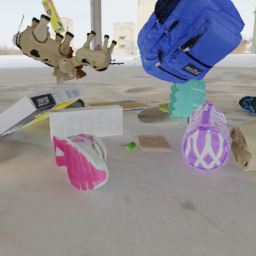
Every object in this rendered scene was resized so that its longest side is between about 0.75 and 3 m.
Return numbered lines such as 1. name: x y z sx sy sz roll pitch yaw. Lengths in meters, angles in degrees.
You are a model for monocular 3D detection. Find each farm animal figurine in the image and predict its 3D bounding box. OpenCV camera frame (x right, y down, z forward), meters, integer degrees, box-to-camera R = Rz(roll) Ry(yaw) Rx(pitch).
1. farm animal figurine: -1.962 -2.131 8.365 2.864 1.510 2.896 23 -8 -27

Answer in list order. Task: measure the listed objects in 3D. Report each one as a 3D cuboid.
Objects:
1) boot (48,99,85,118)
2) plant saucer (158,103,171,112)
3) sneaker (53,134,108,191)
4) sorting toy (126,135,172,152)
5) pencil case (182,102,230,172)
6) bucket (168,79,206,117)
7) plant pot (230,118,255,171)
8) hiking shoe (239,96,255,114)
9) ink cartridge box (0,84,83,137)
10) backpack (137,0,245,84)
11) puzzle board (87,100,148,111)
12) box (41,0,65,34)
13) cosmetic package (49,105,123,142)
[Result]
1. boot: -3.175 -0.892 12.137 2.344 0.794 1.531 5 22 24
2. plant saucer: 2.110 -0.937 13.181 1.428 0.222 1.428 1 15 0
3. sneaker: -0.925 0.599 6.334 1.056 0.973 2.393 -11 19 -26
4. sorting toy: 0.554 0.467 8.236 1.302 0.192 0.963 2 20 -5
5. pencil case: 2.140 0.128 7.574 1.197 1.219 2.852 8 18 13
6. bucket: 2.424 -1.289 11.665 1.221 1.877 1.877 6 16 0
7. plant pot: 3.352 0.309 6.599 1.532 1.674 1.674 -11 16 0
8. hiking shoe: 5.490 -1.020 12.520 1.025 0.879 2.364 4 5 23
9. ink cartridge box: -3.452 -0.470 9.860 2.933 0.689 2.899 -29 4 24
10. backpack: 1.411 -2.277 7.230 2.010 2.473 2.075 21 47 -30
11. puzzle board: -0.520 -1.047 13.620 2.458 0.214 1.853 -7 16 -25
12. box: -3.183 -4.762 11.967 0.349 1.391 0.524 -20 8 17
13. cosmetic package: -1.350 -0.183 9.176 2.327 0.961 0.589 -5 14 -21
